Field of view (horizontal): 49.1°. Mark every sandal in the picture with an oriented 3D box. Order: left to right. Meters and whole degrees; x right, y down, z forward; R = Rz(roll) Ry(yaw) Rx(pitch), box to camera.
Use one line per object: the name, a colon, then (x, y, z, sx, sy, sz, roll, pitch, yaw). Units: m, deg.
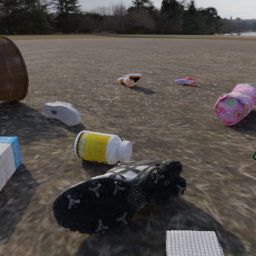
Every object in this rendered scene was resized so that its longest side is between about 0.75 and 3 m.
sandal: (0.107, -2.664, 16.063, 0.817, 0.611, 2.134, -3, 0, -27)

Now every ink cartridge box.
ink cartridge box: (-3.675, 1.036, 6.594, 1.411, 0.831, 2.450, 0, 22, 1)

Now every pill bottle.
pill bottle: (-0.671, 0.561, 7.765, 1.464, 0.820, 0.820, 8, 24, 19)

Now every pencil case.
pencil case: (4.394, -1.043, 11.175, 1.223, 1.223, 2.797, 15, 26, 32)

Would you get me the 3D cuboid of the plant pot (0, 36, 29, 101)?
plant pot: (-6.332, -2.217, 11.910, 2.960, 2.960, 2.930, 18, 31, 37)

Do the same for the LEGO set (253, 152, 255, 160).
LEGO set: (4.524, 1.139, 7.081, 2.527, 0.620, 1.888, 8, 20, -10)

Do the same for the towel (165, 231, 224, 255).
towel: (1.058, 2.133, 4.441, 0.901, 0.465, 1.088, 3, 21, 3)

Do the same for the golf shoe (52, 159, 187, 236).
golf shoe: (-0.206, 1.340, 5.904, 2.849, 1.108, 1.346, -9, 6, -24)

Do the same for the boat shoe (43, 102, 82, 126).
boat shoe: (-2.414, -0.632, 10.828, 2.171, 0.781, 0.713, 10, 29, 42)

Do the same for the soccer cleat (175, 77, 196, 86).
soccer cleat: (3.368, -2.765, 16.338, 1.228, 0.469, 0.409, 12, 25, 25)
